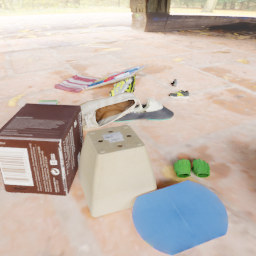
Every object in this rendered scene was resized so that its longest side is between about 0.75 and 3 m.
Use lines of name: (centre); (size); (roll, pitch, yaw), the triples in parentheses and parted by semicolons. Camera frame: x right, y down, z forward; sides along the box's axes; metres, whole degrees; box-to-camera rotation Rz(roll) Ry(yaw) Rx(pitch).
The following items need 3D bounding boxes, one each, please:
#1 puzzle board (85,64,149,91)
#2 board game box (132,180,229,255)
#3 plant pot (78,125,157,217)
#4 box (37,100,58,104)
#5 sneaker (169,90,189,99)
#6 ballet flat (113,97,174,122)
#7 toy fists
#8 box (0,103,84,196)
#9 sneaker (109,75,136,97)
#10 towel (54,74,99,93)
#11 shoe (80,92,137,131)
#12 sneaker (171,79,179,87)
puzzle board: (-0.613, -2.720, 14.733); (2.909, 0.253, 2.192); (-9, 21, 33)
board game box: (1.234, 2.191, 6.731); (2.228, 0.434, 1.761); (-15, 36, -15)
plant pot: (-0.342, 0.977, 7.641); (1.857, 1.646, 1.859); (-10, 31, -18)
box: (-3.695, -0.947, 12.657); (0.877, 0.221, 1.215); (-1, 30, -2)
sneaker: (2.538, -1.702, 13.811); (0.995, 0.421, 0.371); (4, 28, 7)
ballet flat: (0.612, -0.774, 11.584); (2.730, 0.997, 0.997); (-3, 29, -6)
toy fists: (1.925, 1.217, 8.452); (1.087, 0.374, 0.554); (-1, 50, 2)
box: (-2.440, 0.536, 8.229); (1.824, 1.843, 2.221); (2, 29, 4)
sneaker: (-0.203, -2.135, 14.093); (0.946, 0.934, 2.477); (7, 28, 13)
towel: (-2.763, -2.492, 15.447); (1.600, 0.253, 2.222); (14, 31, 22)
shoe: (-1.002, -0.611, 10.609); (2.916, 1.019, 0.778); (-23, 24, -2)
sneaker: (2.553, -2.492, 15.383); (0.353, 0.297, 0.806); (5, 33, -4)
